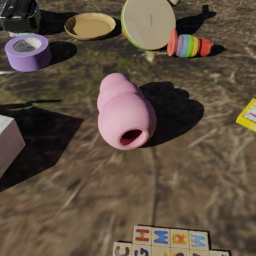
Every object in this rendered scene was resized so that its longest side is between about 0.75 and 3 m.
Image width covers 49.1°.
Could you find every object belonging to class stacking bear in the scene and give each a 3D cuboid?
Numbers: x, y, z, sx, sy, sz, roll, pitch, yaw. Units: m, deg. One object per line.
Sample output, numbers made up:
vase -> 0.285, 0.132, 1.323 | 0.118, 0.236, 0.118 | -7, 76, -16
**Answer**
stacking bear -> 2.196, -2.838, 9.731 | 1.456, 0.884, 0.828 | 4, 51, -5

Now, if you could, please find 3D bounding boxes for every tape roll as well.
tape roll -> -3.377, -2.583, 9.571 | 1.416, 0.602, 1.416 | 0, 48, 0

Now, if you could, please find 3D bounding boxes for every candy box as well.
candy box -> 4.040, -0.050, 7.441 | 1.995, 0.263, 1.020 | 31, 52, 26

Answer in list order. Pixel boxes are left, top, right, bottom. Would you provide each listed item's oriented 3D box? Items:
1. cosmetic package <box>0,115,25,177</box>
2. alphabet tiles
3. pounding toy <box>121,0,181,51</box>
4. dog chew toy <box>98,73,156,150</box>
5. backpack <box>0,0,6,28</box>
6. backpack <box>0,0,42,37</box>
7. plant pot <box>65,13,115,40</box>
cosmetic package -> -3.645, 0.476, 6.428 | 1.687, 1.037, 1.681 | 15, 49, 11
alphabet tiles -> 0.773, 2.692, 5.015 | 2.190, 0.069, 1.822 | 4, 47, 4
pounding toy -> 0.671, -4.087, 10.438 | 2.066, 1.242, 2.676 | 22, 83, -20
dog chew toy -> -0.147, -0.565, 7.134 | 1.414, 1.414, 2.270 | -10, 48, -9
backpack -> -5.486, -4.557, 10.916 | 1.565, 1.375, 1.199 | 7, 64, 6
backpack -> -4.050, -4.286, 10.740 | 1.392, 1.180, 1.568 | -3, 56, -3
plant pot -> -1.488, -4.004, 11.122 | 1.992, 0.274, 1.992 | 0, 48, 0
